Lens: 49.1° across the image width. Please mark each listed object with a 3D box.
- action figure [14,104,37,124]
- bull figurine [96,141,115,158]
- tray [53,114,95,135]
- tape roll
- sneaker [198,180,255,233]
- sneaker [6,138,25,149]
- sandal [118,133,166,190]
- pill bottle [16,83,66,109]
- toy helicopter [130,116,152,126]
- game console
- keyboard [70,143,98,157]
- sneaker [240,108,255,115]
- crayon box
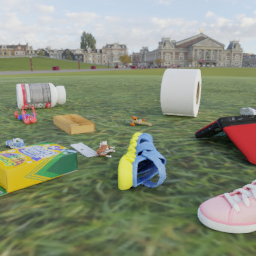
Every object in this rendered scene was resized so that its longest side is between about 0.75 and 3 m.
[{"bbox_3d":[-4.437,-0.698,12.159,0.610,0.926,1.870,-10,20,-35],"label":"action figure"},{"bbox_3d":[-0.635,0.608,7.975,0.488,0.262,0.804,8,20,8],"label":"bull figurine"},{"bbox_3d":[-2.178,-0.192,11.091,1.004,0.377,2.035,-8,17,-29],"label":"tray"},{"bbox_3d":[2.560,-1.684,13.305,1.530,2.228,2.228,5,14,20],"label":"tape roll"},{"bbox_3d":[2.158,1.044,4.539,2.033,1.063,0.765,-1,16,-1],"label":"sneaker"},{"bbox_3d":[-3.389,0.456,8.481,0.857,0.330,0.325,8,17,33],"label":"sneaker"},{"bbox_3d":[0.412,0.751,6.384,0.954,0.871,2.192,5,23,9],"label":"sandal"},{"bbox_3d":[-4.801,-1.787,15.526,2.494,1.380,1.380,-6,15,-24],"label":"pill bottle"},{"bbox_3d":[0.553,-0.226,11.530,0.891,0.352,0.590,15,8,14],"label":"toy helicopter"},{"bbox_3d":[3.914,0.448,8.674,2.754,1.635,2.374,-5,-17,-20],"label":"game console"},{"bbox_3d":[-1.312,0.645,8.305,0.367,0.070,1.305,-14,18,-29],"label":"keyboard"},{"bbox_3d":[5.957,-0.766,13.369,0.679,0.432,1.191,2,13,-5],"label":"sneaker"},{"bbox_3d":[-2.352,0.853,6.412,1.283,0.526,2.041,13,19,43],"label":"crayon box"}]
